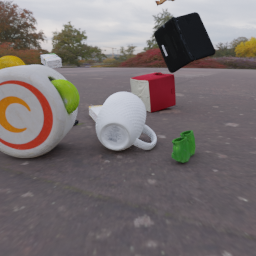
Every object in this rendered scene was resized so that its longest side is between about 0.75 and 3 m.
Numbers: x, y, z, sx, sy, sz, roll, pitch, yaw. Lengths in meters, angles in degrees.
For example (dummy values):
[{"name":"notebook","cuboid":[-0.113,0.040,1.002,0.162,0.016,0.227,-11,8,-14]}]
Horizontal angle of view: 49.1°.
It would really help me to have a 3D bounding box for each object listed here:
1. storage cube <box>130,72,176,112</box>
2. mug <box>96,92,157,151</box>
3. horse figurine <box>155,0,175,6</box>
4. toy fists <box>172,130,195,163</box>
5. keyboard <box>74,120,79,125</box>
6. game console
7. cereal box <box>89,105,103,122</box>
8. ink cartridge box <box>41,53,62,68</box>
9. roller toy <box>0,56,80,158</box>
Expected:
[{"name":"storage cube","cuboid":[1.251,-1.795,13.986,1.629,1.812,1.549,-17,23,-30]},{"name":"mug","cuboid":[-0.018,-0.014,8.465,1.976,1.459,1.733,29,27,-5]},{"name":"horse figurine","cuboid":[0.936,-3.115,6.589,0.763,0.191,0.506,-12,59,-18]},{"name":"toy fists","cuboid":[1.515,0.526,7.606,0.440,0.652,1.280,-9,9,29]},{"name":"keyboard","cuboid":[-2.744,-0.316,11.528,1.709,0.176,1.086,10,25,30]},{"name":"game console","cuboid":[2.543,-3.877,12.783,1.268,2.179,1.916,-13,-11,-47]},{"name":"cereal box","cuboid":[-0.645,-0.572,11.871,1.655,0.455,2.301,-5,16,-18]},{"name":"ink cartridge box","cuboid":[-3.510,-3.071,12.818,0.665,0.386,0.918,-17,38,-29]},{"name":"roller toy","cuboid":[-2.786,-0.554,7.983,2.670,2.436,1.866,21,17,-2]}]
